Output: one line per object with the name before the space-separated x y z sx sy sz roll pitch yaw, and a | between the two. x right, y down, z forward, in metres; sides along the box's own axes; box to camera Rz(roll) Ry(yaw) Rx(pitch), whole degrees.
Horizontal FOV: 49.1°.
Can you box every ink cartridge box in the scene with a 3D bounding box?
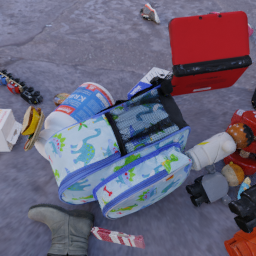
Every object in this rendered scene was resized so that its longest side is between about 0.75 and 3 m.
ink cartridge box | 0.851 -1.367 9.584 0.920 0.433 1.957 21 47 23
ink cartridge box | -3.719 0.054 7.719 1.371 0.859 0.881 -1 43 0

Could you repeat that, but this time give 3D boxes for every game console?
game console | 2.085 -1.960 7.726 2.193 1.890 1.302 -9 69 -9

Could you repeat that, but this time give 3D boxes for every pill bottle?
pill bottle | -1.425 -0.145 7.611 1.276 1.276 2.274 19 48 20

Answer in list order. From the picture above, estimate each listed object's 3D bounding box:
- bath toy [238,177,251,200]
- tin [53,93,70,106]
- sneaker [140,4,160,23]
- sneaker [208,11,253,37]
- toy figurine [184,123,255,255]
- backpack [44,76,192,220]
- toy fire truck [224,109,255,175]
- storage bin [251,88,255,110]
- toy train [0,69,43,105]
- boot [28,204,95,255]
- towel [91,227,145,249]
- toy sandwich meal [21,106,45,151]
bath toy | 3.286 1.675 6.221 1.559 0.678 0.576 29 14 27
tin | -1.966 -0.861 9.218 1.025 0.215 0.574 18 50 19
sneaker | 1.082 -5.706 14.323 0.710 0.668 1.733 -31 44 7
sneaker | 4.796 -4.912 13.029 0.929 1.003 2.489 -21 46 -25
toy figurine | 2.279 1.181 5.492 1.572 2.260 2.225 -25 43 -9
backpack | -0.147 0.694 5.845 2.777 2.541 2.041 -21 67 -7
toy fire truck | 3.780 0.347 7.138 2.551 1.430 2.142 24 33 23
storage bin | 5.230 -0.881 8.011 1.276 1.840 2.722 -27 49 -26
toy train | -3.854 -1.423 9.700 2.426 0.414 0.556 31 63 28
boot | -1.481 2.151 5.747 1.524 0.516 0.996 5 48 8
towel | -0.129 1.631 4.151 0.761 0.548 0.087 7 57 11
toy sandwich meal | -2.240 -0.002 6.397 0.374 1.091 1.091 23 37 -23
